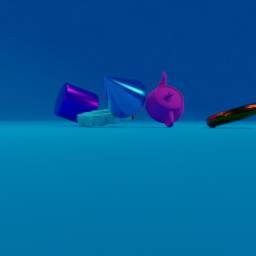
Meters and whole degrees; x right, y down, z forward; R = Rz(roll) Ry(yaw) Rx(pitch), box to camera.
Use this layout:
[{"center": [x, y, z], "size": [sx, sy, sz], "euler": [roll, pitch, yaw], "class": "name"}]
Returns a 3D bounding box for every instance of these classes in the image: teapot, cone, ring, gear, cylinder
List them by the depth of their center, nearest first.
[{"center": [2.820, -0.331, 7.373], "size": [1.534, 0.307, 1.534], "euler": [-15, -6, -1], "class": "ring"}, {"center": [-0.325, -1.079, 7.567], "size": [1.259, 1.259, 1.264], "euler": [1, -20, 29], "class": "cone"}, {"center": [1.078, -0.772, 7.979], "size": [1.128, 1.814, 0.888], "euler": [4, -35, -12], "class": "teapot"}, {"center": [-0.777, -0.366, 9.175], "size": [1.724, 0.319, 1.724], "euler": [-6, 10, 1], "class": "gear"}, {"center": [-1.905, -0.865, 10.324], "size": [1.267, 1.267, 1.267], "euler": [19, -7, -26], "class": "cylinder"}, {"center": [-0.117, -0.985, 10.831], "size": [1.458, 1.458, 0.270], "euler": [1, -13, 34], "class": "gear"}]
